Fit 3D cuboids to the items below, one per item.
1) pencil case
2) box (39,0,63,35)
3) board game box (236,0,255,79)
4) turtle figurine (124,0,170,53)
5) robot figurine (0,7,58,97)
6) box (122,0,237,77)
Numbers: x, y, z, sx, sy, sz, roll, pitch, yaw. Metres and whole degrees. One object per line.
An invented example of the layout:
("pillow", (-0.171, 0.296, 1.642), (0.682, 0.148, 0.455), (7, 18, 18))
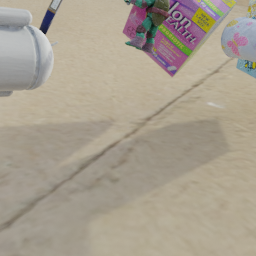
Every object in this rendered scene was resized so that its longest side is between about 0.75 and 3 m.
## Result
("pencil case", (3.339, -2.050, 6.652), (0.971, 1.059, 2.335), (-11, 25, -27))
("box", (-2.332, -3.582, 8.623), (0.282, 1.740, 1.054), (26, 69, -21))
("board game box", (4.481, -2.998, 8.094), (1.531, 2.972, 1.558), (-5, 30, -10))
("turtle figurine", (0.470, -2.441, 5.858), (1.200, 1.603, 0.807), (7, 15, -42))
("robot figurine", (-2.336, -1.312, 5.135), (2.234, 1.895, 1.262), (-10, 55, -45))
("box", (1.346, -3.216, 8.255), (2.266, 2.576, 1.245), (43, 60, 3))
